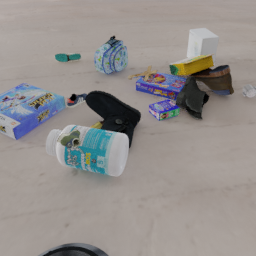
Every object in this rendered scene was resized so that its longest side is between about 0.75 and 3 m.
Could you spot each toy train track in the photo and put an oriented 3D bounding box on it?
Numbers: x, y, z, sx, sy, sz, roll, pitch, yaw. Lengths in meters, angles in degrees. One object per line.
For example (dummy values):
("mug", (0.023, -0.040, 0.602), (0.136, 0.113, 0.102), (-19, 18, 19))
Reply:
("toy train track", (0.726, -2.538, 13.643), (1.627, 0.265, 0.933), (-4, 57, 35))

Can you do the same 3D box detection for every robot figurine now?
("robot figurine", (5.647, -1.720, 13.014), (0.669, 0.446, 0.789), (-35, 32, 20))

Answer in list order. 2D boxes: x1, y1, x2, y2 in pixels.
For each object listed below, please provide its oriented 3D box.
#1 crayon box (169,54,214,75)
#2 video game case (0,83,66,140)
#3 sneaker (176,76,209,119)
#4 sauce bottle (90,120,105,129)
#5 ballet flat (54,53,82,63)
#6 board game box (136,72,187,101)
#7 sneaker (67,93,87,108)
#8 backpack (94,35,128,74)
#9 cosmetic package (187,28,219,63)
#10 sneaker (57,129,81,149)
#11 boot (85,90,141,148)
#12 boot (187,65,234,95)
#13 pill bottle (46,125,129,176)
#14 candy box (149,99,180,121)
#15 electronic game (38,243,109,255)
("crayon box", (3.138, -3.097, 13.782), (1.486, 0.610, 2.363), (-19, 14, -7))
("video game case", (-4.476, -0.843, 11.699), (2.497, 0.626, 2.755), (21, 42, 25))
("sneaker", (2.979, -1.405, 12.345), (1.326, 0.764, 2.543), (13, 45, 25))
("sauce bottle", (-1.136, -0.019, 10.778), (0.416, 0.416, 1.260), (17, 30, 21))
("ballet flat", (-3.449, -4.051, 16.206), (1.555, 0.558, 0.558), (-3, 37, -8))
("board game box", (1.661, -2.078, 13.455), (2.176, 0.487, 1.463), (18, 40, 22))
("sneaker", (-2.244, -1.361, 12.489), (0.451, 0.509, 1.204), (20, 41, 25))
("backpack", (-0.862, -3.684, 14.708), (1.281, 1.595, 1.743), (29, 54, 29))
("cosmetic package", (4.160, -4.546, 15.778), (1.019, 1.658, 1.653), (-8, 37, -12))
("sneaker", (-1.428, 0.330, 7.382), (0.464, 0.346, 1.033), (33, 14, 9))
("boot", (-0.777, -0.314, 10.447), (2.425, 0.926, 2.038), (25, 38, 1))
("boot", (3.890, -2.157, 13.377), (1.002, 1.300, 2.683), (-31, 17, -17))
("pill bottle", (-1.317, 0.669, 9.050), (2.500, 1.385, 1.385), (9, 38, 12))
("candy box", (1.521, -0.769, 11.796), (1.012, 0.390, 0.856), (-18, 39, -21))
("electronic game", (-1.362, 3.551, 5.891), (2.526, 0.526, 2.526), (-5, 31, 3))
